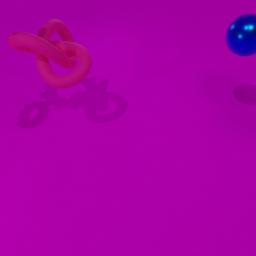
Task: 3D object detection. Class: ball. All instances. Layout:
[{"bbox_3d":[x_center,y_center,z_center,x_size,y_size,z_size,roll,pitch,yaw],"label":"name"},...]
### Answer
[{"bbox_3d":[3.014,-2.344,7.100,1.036,1.036,1.036,0,48,0],"label":"ball"}]

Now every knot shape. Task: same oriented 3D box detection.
[{"bbox_3d":[-1.799,-1.860,7.178,1.956,0.966,2.090,48,37,15],"label":"knot shape"}]
